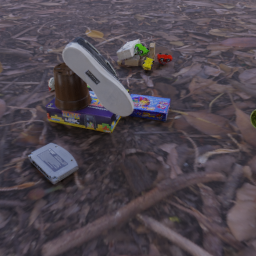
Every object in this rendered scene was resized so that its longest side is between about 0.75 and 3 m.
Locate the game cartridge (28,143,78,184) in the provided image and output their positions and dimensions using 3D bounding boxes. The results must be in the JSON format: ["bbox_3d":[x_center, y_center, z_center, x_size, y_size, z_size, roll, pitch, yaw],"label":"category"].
[{"bbox_3d":[-2.247,1.028,8.586,1.002,0.308,1.505,-32,47,-31],"label":"game cartridge"}]

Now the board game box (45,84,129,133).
[{"bbox_3d":[-1.478,-0.897,10.797,2.571,0.729,2.126,10,37,14],"label":"board game box"}]

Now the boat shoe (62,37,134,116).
[{"bbox_3d":[-0.794,-1.652,9.073,1.059,2.953,1.001,-28,27,40],"label":"boat shoe"}]

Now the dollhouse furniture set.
[{"bbox_3d":[0.474,-4.052,14.895,1.878,0.917,1.601,5,36,7],"label":"dollhouse furniture set"}]

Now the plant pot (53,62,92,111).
[{"bbox_3d":[-2.011,-1.524,9.930,1.367,1.353,1.367,0,37,0],"label":"plant pot"}]

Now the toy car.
[{"bbox_3d":[1.068,-3.735,14.572,1.998,0.446,1.880,-28,61,-33],"label":"toy car"}]

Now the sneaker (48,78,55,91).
[{"bbox_3d":[-3.090,-2.045,12.529,0.540,0.512,1.314,16,40,18],"label":"sneaker"}]

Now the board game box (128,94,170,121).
[{"bbox_3d":[0.775,-0.829,11.001,1.624,0.364,1.092,9,38,12],"label":"board game box"}]

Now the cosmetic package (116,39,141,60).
[{"bbox_3d":[0.083,-4.238,15.050,0.779,0.478,1.888,-6,29,23],"label":"cosmetic package"}]

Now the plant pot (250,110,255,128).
[{"bbox_3d":[5.000,-0.361,10.182,0.727,0.765,0.765,-9,36,-34],"label":"plant pot"}]
